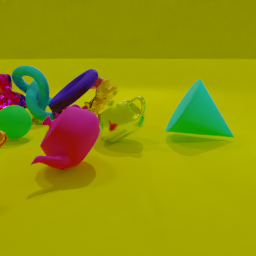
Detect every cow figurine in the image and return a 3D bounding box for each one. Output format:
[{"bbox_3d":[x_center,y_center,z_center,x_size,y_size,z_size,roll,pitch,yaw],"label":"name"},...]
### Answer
[{"bbox_3d":[-0.716,-0.763,7.243,0.545,0.978,0.994,43,-4,0],"label":"cow figurine"}]

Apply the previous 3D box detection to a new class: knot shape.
[{"bbox_3d":[-2.828,-0.944,9.091,0.945,1.913,2.044,-31,-22,-10],"label":"knot shape"}]

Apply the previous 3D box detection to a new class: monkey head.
[{"bbox_3d":[-3.878,-0.904,8.809,1.923,1.384,1.159,-13,-6,-39],"label":"monkey head"}]

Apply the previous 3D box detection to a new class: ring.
[{"bbox_3d":[-1.442,-0.857,8.507,1.947,0.389,1.947,-17,42,15],"label":"ring"},{"bbox_3d":[-1.535,-1.069,7.913,1.695,0.339,1.695,-34,21,15],"label":"ring"}]

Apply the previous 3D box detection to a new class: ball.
[{"bbox_3d":[-2.859,-0.150,7.040,0.844,0.844,0.844,0,15,0],"label":"ball"}]

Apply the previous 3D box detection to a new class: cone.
[{"bbox_3d":[2.013,-0.169,7.029,1.537,1.531,1.531,32,17,-1],"label":"cone"}]

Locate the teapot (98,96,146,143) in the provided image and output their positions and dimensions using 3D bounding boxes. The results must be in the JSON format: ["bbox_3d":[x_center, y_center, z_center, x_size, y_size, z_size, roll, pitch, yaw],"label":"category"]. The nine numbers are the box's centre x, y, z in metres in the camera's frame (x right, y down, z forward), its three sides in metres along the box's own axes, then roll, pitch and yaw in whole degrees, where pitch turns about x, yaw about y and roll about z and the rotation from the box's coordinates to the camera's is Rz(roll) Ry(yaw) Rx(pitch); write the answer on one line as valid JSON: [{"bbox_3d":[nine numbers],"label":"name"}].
[{"bbox_3d":[-0.263,-0.197,6.775,1.897,0.929,1.180,-32,-7,38],"label":"teapot"}]

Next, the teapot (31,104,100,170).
[{"bbox_3d":[-1.166,0.153,5.224,0.969,1.230,1.979,36,34,-16],"label":"teapot"}]

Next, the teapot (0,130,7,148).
[{"bbox_3d":[-2.518,0.661,3.724,0.999,1.269,2.041,28,53,22],"label":"teapot"}]
